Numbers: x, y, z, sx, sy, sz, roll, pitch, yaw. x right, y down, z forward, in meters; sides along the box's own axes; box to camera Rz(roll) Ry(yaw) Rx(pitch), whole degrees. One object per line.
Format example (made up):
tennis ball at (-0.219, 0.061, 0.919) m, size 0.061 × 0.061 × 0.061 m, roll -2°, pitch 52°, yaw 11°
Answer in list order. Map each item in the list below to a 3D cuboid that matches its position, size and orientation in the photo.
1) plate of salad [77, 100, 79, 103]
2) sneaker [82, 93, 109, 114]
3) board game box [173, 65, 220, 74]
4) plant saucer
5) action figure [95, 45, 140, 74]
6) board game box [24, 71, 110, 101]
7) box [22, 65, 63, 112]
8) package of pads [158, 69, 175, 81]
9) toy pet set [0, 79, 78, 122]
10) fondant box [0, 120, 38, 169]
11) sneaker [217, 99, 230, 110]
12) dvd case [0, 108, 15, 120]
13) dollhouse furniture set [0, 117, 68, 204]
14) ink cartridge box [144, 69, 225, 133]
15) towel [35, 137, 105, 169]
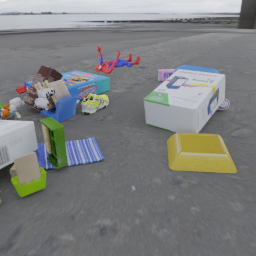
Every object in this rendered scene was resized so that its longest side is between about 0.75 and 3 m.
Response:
plate of salad at (-2.195, -0.841, 10.718) m, size 0.789 × 0.190 × 0.789 m, roll -22°, pitch 20°, yaw 8°
sneaker at (-1.207, -1.047, 10.752) m, size 0.614 × 0.622 × 1.628 m, roll 8°, pitch 25°, yaw 20°
board game box at (3.394, -2.442, 13.981) m, size 2.360 × 0.460 × 1.865 m, roll 12°, pitch 41°, yaw 17°
plant saucer at (1.910, 0.560, 7.489) m, size 1.661 × 0.402 × 1.661 m, roll 2°, pitch 25°, yaw 5°
action figure at (-0.406, -2.516, 9.876) m, size 0.657 × 0.997 × 2.014 m, roll 27°, pitch 41°, yaw 32°
board game box at (-2.612, -1.832, 12.398) m, size 2.276 × 0.673 × 2.993 m, roll 18°, pitch 30°, yaw 34°
box at (-3.242, -1.492, 10.582) m, size 0.819 × 1.635 × 0.613 m, roll 23°, pitch -6°, yaw 40°
package of pads at (2.030, -2.744, 14.545) m, size 0.950 × 0.572 × 0.359 m, roll -4°, pitch 24°, yaw -7°
toy pet set at (-2.982, -0.605, 9.354) m, size 2.460 × 1.307 × 2.297 m, roll -19°, pitch 8°, yaw 41°
fondant box at (-3.909, 0.405, 6.797) m, size 2.713 × 0.790 × 1.957 m, roll 4°, pitch 19°, yaw 24°
sneaker at (3.090, -0.847, 10.651) m, size 1.382 × 0.518 × 0.689 m, roll -1°, pitch 5°, yaw 0°
dvd case at (-5.008, -0.485, 10.062) m, size 1.576 × 0.173 × 1.150 m, roll 9°, pitch 26°, yaw 21°
dollhouse furniture set at (-2.738, 0.766, 6.015) m, size 2.889 × 1.115 × 1.444 m, roll -20°, pitch 31°, yaw -32°
ink cartridge box at (1.967, -0.964, 9.463) m, size 1.818 × 1.095 × 2.502 m, roll 17°, pitch 40°, yaw 33°
towel at (-1.596, 0.646, 7.537) m, size 1.704 × 0.203 × 1.234 m, roll -7°, pitch 26°, yaw -16°
